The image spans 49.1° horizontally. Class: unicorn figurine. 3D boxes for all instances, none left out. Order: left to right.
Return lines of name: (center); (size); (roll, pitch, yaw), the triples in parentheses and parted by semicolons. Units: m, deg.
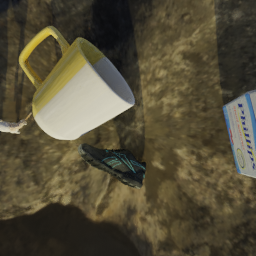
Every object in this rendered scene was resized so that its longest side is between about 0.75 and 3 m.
unicorn figurine: (-3.397, -0.072, 7.948); (1.396, 0.959, 0.516); (-7, 90, -15)

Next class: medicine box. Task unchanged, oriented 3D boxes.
medicine box: (3.507, 0.145, 7.248); (1.176, 2.285, 2.081); (-12, 85, 4)

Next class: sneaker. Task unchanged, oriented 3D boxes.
sneaker: (-0.405, 0.916, 7.898); (2.143, 0.808, 0.849); (33, 71, -19)

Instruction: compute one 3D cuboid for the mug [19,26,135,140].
mug: (-1.462, -1.031, 7.583); (2.228, 2.174, 2.714); (-38, 67, 17)
